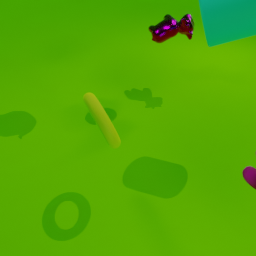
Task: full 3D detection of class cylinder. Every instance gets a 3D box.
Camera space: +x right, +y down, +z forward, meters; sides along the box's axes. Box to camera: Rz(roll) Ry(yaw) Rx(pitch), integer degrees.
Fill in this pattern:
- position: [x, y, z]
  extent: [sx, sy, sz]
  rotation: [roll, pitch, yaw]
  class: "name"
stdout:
- position: [1.884, -2.105, 5.156]
  extent: [0.978, 0.978, 0.978]
  rotation: [-11, 33, 20]
  class: "cylinder"

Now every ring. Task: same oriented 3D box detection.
- position: [-0.447, -0.123, 4.791]
  extent: [0.214, 1.068, 1.068]
  rotation: [-30, 43, -6]
  class: "ring"

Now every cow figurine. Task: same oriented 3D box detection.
- position: [1.286, -2.874, 8.218]
  extent: [1.262, 0.692, 1.241]
  rotation: [-30, 38, 7]
  class: "cow figurine"
- position: [1.877, 0.691, 3.110]
  extent: [1.152, 0.632, 1.133]
  rotation: [-6, 39, -38]
  class: "cow figurine"
